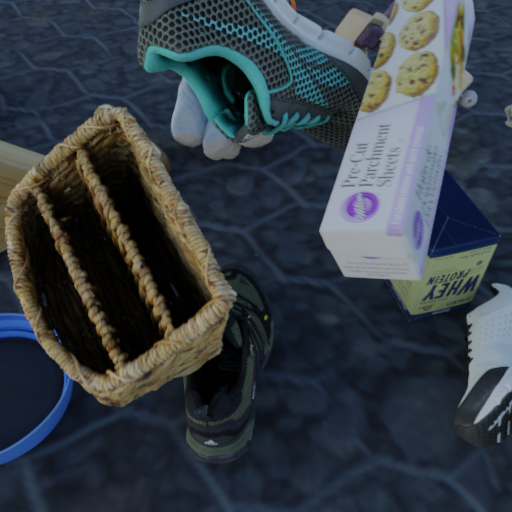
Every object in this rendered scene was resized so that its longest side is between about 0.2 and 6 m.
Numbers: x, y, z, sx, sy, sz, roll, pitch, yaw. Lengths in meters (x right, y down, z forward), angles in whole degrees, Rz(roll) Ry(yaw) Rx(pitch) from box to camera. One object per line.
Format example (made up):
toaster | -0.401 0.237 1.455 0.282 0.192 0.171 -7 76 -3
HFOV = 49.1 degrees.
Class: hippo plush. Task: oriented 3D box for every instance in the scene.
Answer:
hippo plush | -0.527 -2.857 9.902 2.484 1.978 1.997 36 23 4

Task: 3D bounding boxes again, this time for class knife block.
knife block | -3.803 -1.232 7.569 2.879 2.527 0.921 -32 56 -26

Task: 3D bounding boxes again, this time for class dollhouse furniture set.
dollhouse furniture set | 2.730 -3.247 7.323 1.788 2.519 1.996 50 33 14

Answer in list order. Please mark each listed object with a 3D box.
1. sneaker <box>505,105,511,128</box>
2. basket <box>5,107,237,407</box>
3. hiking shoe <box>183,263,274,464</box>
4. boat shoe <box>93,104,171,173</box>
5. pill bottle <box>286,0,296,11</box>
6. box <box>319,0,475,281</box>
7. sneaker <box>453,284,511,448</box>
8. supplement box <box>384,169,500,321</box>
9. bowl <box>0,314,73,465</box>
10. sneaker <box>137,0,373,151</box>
sneaker | 3.845 -1.878 7.225 0.893 1.942 0.735 5 90 3
basket | -1.373 0.094 5.032 1.583 1.652 2.218 -24 72 -16
hiking shoe | -0.279 0.911 6.408 0.983 1.306 2.595 2 47 2
boat shoe | -2.298 -1.889 9.485 0.754 0.709 1.980 -39 57 -16
pill bottle | 0.450 -5.822 13.215 0.937 0.498 0.498 -12 48 -11
box | 1.336 -1.294 4.835 0.669 0.625 3.230 3 56 31
sneaker | 2.803 1.205 6.578 0.976 0.900 2.440 21 44 34
supplement box | 2.244 -0.144 7.350 0.912 1.358 1.359 -11 48 -10
bowl | -3.067 1.534 6.473 1.924 0.378 1.924 0 47 0
sneaker | 0.086 -1.620 5.367 1.243 3.205 1.462 -6 66 45
